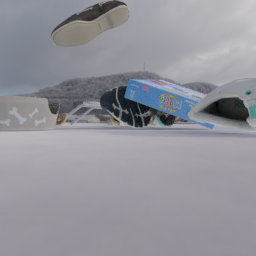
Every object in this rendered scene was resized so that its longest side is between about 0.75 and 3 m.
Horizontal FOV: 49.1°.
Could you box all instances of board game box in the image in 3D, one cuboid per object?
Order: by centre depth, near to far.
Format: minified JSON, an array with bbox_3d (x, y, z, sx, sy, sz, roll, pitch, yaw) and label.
[{"bbox_3d":[1.273,-0.692,6.748,1.940,0.469,2.564,21,17,17],"label":"board game box"}]

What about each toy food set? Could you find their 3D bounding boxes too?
[{"bbox_3d":[-3.227,-0.355,9.288,2.138,0.646,1.534,0,1,-26],"label":"toy food set"}]

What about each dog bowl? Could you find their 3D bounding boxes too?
[{"bbox_3d":[-2.227,-0.240,5.191,1.927,0.565,1.927,1,1,0],"label":"dog bowl"}]

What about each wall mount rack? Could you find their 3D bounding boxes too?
[{"bbox_3d":[-1.535,-0.544,11.883,2.546,1.093,2.930,4,1,10],"label":"wall mount rack"}]

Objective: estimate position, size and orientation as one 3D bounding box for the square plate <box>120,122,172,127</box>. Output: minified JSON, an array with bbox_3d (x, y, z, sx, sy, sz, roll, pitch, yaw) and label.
[{"bbox_3d":[0.630,-0.664,9.436,1.684,1.700,0.242,-1,-38,8],"label":"square plate"}]

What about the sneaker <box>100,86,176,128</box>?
[{"bbox_3d":[0.158,-0.394,7.797,1.166,1.048,2.701,-11,-15,42],"label":"sneaker"}]

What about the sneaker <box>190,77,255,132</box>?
[{"bbox_3d":[2.004,-0.308,3.346,1.230,1.046,2.780,-14,2,-36],"label":"sneaker"}]

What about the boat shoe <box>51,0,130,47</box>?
[{"bbox_3d":[-1.313,-3.583,9.532,2.833,0.807,0.947,-25,-36,-10],"label":"boat shoe"}]

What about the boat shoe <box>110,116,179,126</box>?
[{"bbox_3d":[0.697,-0.452,10.045,2.671,0.979,0.837,-10,6,-2],"label":"boat shoe"}]
